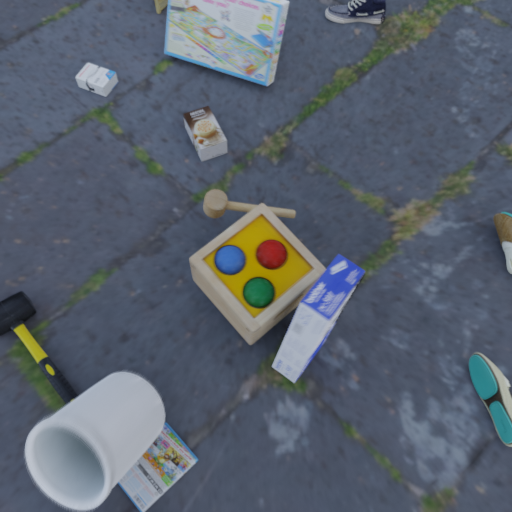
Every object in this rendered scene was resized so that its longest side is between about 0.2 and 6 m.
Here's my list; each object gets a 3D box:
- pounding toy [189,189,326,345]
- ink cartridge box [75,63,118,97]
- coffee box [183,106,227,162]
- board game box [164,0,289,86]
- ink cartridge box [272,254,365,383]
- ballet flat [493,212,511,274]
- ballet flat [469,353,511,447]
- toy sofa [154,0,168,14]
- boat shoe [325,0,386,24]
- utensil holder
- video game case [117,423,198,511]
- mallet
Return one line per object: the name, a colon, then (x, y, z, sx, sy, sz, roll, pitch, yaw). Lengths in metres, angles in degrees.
pounding toy: (-0.067, -0.284, 10.066, 2.386, 1.243, 2.716, -39, 76, -16)
ink cartridge box: (-3.727, -4.125, 13.114, 0.769, 0.322, 0.558, 22, 63, 12)
coffee box: (-1.118, -2.679, 12.248, 0.628, 0.438, 1.098, -21, 63, -11)
board game box: (-0.746, -5.204, 12.840, 2.721, 1.829, 0.466, 21, 38, 11)
ink cartridge box: (0.942, 1.072, 8.981, 0.522, 2.363, 1.111, 34, 57, 13)
ballet flat: (5.369, 0.187, 10.565, 2.467, 0.837, 0.892, 40, 86, 15)
ballet flat: (4.108, 2.400, 9.460, 0.557, 0.557, 1.604, -10, 63, -5)
toy sofa: (-1.608, -7.116, 14.413, 2.304, 0.954, 1.124, -10, 63, -5)
boat shoe: (2.538, -6.307, 14.100, 1.531, 0.710, 0.572, 2, 61, 0)
utensil holder: (-2.316, 2.681, 8.376, 1.390, 1.390, 1.635, 25, 21, 13)
video game case: (-1.645, 3.410, 9.072, 1.159, 0.103, 0.829, -40, 68, -19)
mallet: (-3.697, 1.683, 9.871, 2.635, 0.542, 0.868, 40, 64, 14)
